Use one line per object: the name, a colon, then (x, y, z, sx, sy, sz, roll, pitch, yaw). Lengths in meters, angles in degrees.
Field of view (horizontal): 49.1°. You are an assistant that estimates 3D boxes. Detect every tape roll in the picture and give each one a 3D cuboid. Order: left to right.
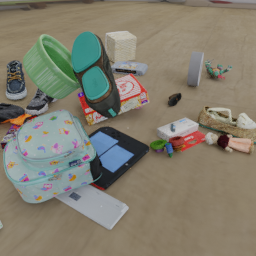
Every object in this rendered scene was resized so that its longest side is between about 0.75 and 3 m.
tape roll: (3.027, -2.647, 12.569, 0.494, 1.495, 1.495, 9, 32, 16)

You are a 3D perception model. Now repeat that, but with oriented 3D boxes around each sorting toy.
sorting toy: (1.202, 0.589, 8.320, 1.055, 0.433, 0.634, -13, 17, 5)

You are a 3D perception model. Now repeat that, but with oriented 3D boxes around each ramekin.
ramekin: (-1.861, -1.489, 7.088, 0.767, 1.570, 1.570, -36, 26, 17)

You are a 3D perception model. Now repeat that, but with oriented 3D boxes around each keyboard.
keyboard: (-1.218, 1.610, 6.801, 2.554, 0.136, 0.719, 20, 47, 30)

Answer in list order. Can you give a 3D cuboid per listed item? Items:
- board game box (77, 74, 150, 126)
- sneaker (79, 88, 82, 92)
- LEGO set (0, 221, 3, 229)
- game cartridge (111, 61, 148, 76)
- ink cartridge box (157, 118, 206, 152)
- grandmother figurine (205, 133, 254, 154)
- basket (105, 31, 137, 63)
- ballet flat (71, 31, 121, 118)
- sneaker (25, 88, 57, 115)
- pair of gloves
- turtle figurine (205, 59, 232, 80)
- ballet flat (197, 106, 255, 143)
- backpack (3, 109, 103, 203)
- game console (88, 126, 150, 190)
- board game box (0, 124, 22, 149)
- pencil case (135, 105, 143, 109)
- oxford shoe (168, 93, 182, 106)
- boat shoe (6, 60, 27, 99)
board game box: (-0.595, -1.111, 10.429, 2.328, 0.539, 1.763, -22, 35, -7)
sneaker: (-1.736, -1.637, 11.535, 0.472, 0.553, 1.254, 12, -17, -24)
LEGO set: (-4.029, 2.123, 5.851, 2.243, 0.550, 1.675, -12, 30, -39)
game cartridge: (0.057, -3.112, 14.504, 1.797, 0.373, 1.197, 9, 36, 15)
ink cartridge box: (1.802, 0.169, 9.058, 1.320, 0.295, 1.163, -20, 35, -29)
grandmother figurine: (3.065, 0.419, 8.552, 1.394, 0.422, 0.845, 12, 24, 14)
basket: (-0.392, -4.575, 15.869, 1.480, 1.466, 1.190, -17, 39, -27)
ballet flat: (-0.758, -1.224, 6.646, 0.936, 0.942, 2.754, -26, 47, 11)
sneaker: (-3.352, -1.362, 10.756, 0.768, 1.158, 2.034, 8, 32, 13)
pair of gloves: (-4.685, -0.121, 9.209, 2.447, 0.340, 2.746, 12, 35, 28)
turtle figurine: (4.245, -2.825, 13.523, 1.267, 0.852, 1.692, 20, 18, 4)
ballet flat: (3.408, -0.186, 9.174, 2.363, 0.771, 0.833, 18, 34, 27)
backpack: (-1.889, 0.678, 6.732, 2.092, 1.604, 1.839, -27, 49, -9)
game console: (-0.668, 0.733, 7.963, 1.820, 0.319, 2.058, 22, 42, 33)
board game box: (-2.879, 0.237, 8.982, 1.962, 0.317, 1.178, -1, 27, -1)
pencil case: (0.398, -1.223, 11.172, 0.535, 0.512, 1.237, -14, 28, 15)
oxford shoe: (1.788, -1.118, 11.234, 0.404, 0.348, 0.958, 1, 25, 35)
boat shoe: (-4.901, -2.112, 12.081, 0.841, 1.079, 2.376, -10, 32, -16)
